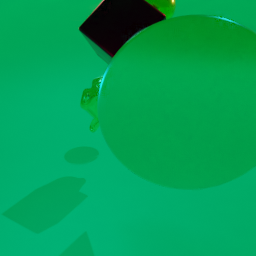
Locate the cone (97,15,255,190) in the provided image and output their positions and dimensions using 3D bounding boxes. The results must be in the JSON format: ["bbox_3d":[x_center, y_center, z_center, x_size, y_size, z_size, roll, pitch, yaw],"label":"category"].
[{"bbox_3d":[0.605,-0.451,3.057,1.575,1.575,1.581,3,26,6],"label":"cone"}]

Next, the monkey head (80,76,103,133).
[{"bbox_3d":[-0.349,-0.438,5.013,1.263,0.761,0.909,-47,43,3],"label":"monkey head"}]

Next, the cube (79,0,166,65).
[{"bbox_3d":[-0.008,-1.356,4.201,0.891,0.891,0.891,43,1,17],"label":"cube"}]

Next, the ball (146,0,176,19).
[{"bbox_3d":[0.562,-2.415,5.561,0.762,0.762,0.762,0,29,0],"label":"ball"}]
